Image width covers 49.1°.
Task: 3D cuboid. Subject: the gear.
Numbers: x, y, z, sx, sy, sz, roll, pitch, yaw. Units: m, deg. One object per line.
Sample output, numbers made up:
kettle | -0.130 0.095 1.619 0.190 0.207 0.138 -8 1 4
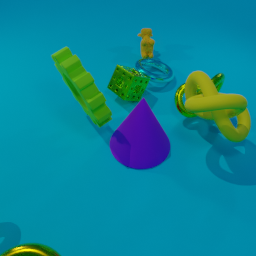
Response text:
gear | -1.086 -0.936 6.633 0.366 1.977 1.977 -35 55 -11

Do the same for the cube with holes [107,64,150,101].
cube with holes | 0.016 -1.303 8.166 0.756 0.756 0.756 39 25 31

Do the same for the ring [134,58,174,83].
ring | 0.842 -1.855 8.997 1.349 0.270 1.349 11 37 -9

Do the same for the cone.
cone | 0.325 -0.120 6.684 1.572 1.577 1.572 1 47 -1

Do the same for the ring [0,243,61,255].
ring | -1.726 2.790 4.638 1.664 0.333 1.664 -1 60 2

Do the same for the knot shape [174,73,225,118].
knot shape | 2.077 -0.747 7.503 1.463 1.369 0.676 -31 41 20

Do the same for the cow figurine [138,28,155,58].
cow figurine | 0.642 -2.934 9.742 0.546 0.995 0.979 -1 26 -5

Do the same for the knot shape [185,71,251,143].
knot shape | 1.926 -0.496 6.152 1.909 0.882 1.787 39 13 15
